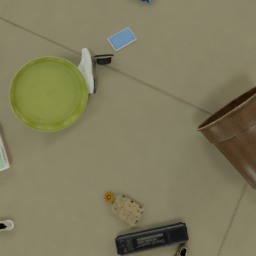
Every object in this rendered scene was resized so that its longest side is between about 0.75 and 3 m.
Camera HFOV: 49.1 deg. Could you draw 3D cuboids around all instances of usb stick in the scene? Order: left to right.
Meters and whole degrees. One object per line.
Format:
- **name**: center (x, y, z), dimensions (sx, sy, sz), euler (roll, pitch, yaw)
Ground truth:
- **usb stick**: center (0.893, 4.079, 10.299), dimensions (2.706, 0.441, 0.750), euler (-11, 84, -3)

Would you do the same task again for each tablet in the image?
- **tablet**: center (-0.255, -3.882, 12.230), dimensions (1.081, 0.074, 0.704), euler (-32, 79, -7)

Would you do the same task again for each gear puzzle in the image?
- **gear puzzle**: center (-0.235, 3.005, 10.672), dimensions (1.618, 0.212, 0.838), euler (30, 81, 9)

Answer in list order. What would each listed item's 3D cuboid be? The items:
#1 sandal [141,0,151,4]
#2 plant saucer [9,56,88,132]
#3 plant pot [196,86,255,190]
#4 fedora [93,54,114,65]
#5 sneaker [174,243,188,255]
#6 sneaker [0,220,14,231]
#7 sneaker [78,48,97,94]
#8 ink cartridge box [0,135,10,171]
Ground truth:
- **sandal**: center (0.648, -5.900, 12.489), dimensions (1.198, 0.476, 0.522), euler (12, 82, 4)
- **plant saucer**: center (-2.963, -1.269, 10.612), dimensions (2.900, 0.451, 2.900), euler (-11, 116, -24)
- **plant pot**: center (4.545, 0.374, 9.983), dimensions (2.983, 2.983, 2.953), euler (-35, 87, -7)
- **fedora**: center (-1.015, -2.863, 11.760), dimensions (0.876, 0.876, 0.400), euler (-5, 107, -1)
- **sneaker**: center (1.843, 4.769, 10.136), dimensions (0.417, 0.447, 1.184), euler (22, 78, 5)
- **sneaker**: center (-4.866, 3.608, 10.358), dimensions (1.118, 0.514, 0.423), euler (-5, 77, -1)
- **sneaker**: center (-1.805, -2.367, 11.583), dimensions (0.878, 0.751, 2.016), euler (-7, 77, 4)
- **ink cartridge box**: center (-6.176, 1.030, 10.891), dimensions (2.581, 0.646, 2.077), euler (-21, 78, -6)
